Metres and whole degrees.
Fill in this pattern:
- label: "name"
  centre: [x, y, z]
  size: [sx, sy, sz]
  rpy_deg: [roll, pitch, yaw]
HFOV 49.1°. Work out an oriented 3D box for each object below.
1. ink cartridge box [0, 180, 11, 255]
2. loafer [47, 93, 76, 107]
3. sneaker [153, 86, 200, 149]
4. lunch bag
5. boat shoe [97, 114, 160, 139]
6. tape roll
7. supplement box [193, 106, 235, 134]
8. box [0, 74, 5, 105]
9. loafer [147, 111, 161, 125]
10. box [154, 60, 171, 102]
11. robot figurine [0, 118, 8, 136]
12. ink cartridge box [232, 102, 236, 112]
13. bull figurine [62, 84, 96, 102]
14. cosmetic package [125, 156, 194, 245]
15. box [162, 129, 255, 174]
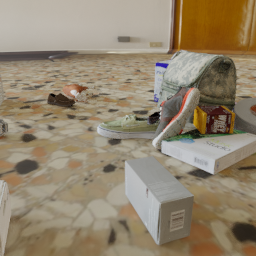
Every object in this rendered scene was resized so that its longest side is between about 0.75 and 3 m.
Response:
- label: "ink cartridge box"
  centre: [-3.043, 1.630, 4.628]
  size: [1.933, 0.820, 1.408]
  rpy_deg: [-7, 21, -14]
- label: "loafer"
  centre: [-3.224, -1.372, 13.326]
  size: [1.568, 0.557, 0.573]
  rpy_deg: [8, 21, 21]
- label: "sneaker"
  centre: [1.340, -0.379, 8.836]
  size: [0.945, 0.889, 2.307]
  rpy_deg: [27, 70, 32]
- label: "lunch bag"
  centre: [2.598, -1.614, 10.689]
  size: [2.080, 2.504, 2.986]
  rpy_deg: [7, 15, -22]
- label: "boat shoe"
  centre: [0.177, -0.104, 9.510]
  size: [2.442, 0.758, 0.879]
  rpy_deg: [1, 20, 3]
- label: "tape roll"
  centre: [4.600, -0.267, 9.410]
  size: [2.075, 0.686, 2.075]
  rpy_deg: [-1, 34, 1]
- label: "supplement box"
  centre: [2.696, -0.272, 8.858]
  size: [0.970, 0.644, 0.957]
  rpy_deg: [-1, 19, -3]
- label: "box"
  centre: [-6.566, -1.716, 13.160]
  size: [1.025, 1.307, 2.102]
  rpy_deg: [-5, 20, -14]
- label: "loafer"
  centre: [0.914, -0.393, 8.979]
  size: [0.308, 0.270, 0.858]
  rpy_deg: [15, 35, 35]
- label: "box"
  centre: [2.209, -2.355, 13.987]
  size: [1.022, 1.948, 1.791]
  rpy_deg: [13, 24, 32]
- label: "robot figurine"
  centre: [-4.665, -0.053, 9.547]
  size: [1.140, 0.644, 0.967]
  rpy_deg: [7, 11, 17]
- label: "ink cartridge box"
  centre: [4.465, -0.881, 12.289]
  size: [1.003, 0.393, 2.117]
  rpy_deg: [-9, 24, -27]
- label: "bull figurine"
  centre: [-2.538, -1.894, 14.591]
  size: [1.328, 0.713, 2.188]
  rpy_deg: [-13, 25, -39]
- label: "cosmetic package"
  centre: [0.525, 1.299, 5.449]
  size: [0.756, 0.896, 1.677]
  rpy_deg: [-8, 20, -22]
- label: "box"
  centre: [2.510, 0.492, 8.290]
  size: [2.529, 0.459, 1.825]
  rpy_deg: [-14, 23, -38]
